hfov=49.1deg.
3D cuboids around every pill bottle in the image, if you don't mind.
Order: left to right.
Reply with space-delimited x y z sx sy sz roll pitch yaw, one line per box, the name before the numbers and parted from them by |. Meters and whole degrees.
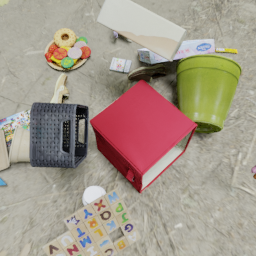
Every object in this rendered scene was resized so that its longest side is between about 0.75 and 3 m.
pill bottle | -1.064 2.444 9.446 0.824 1.581 0.824 -1 64 3

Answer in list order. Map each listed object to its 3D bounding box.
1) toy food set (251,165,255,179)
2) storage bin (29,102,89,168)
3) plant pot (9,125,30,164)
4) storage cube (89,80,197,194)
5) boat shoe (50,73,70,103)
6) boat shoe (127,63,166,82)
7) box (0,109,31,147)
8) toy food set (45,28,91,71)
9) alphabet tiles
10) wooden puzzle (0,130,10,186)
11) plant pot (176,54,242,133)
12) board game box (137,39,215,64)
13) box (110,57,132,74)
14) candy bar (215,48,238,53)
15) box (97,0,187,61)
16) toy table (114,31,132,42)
toy food set | 3.908 1.234 8.138 0.722 1.136 0.179 -20 43 1
storage bin | -1.912 0.151 8.271 1.184 2.526 1.708 2 93 0
plant pot | -3.600 0.715 10.434 1.308 1.429 1.429 12 64 -17
storage cube | 0.503 0.341 10.005 2.841 2.428 2.554 -41 70 -17
boat shoe | -2.790 -1.410 11.834 0.614 0.684 1.848 12 75 2
boat shoe | 0.868 -2.325 12.248 1.767 0.652 0.654 -18 72 -8
box | -4.260 -0.082 11.357 1.676 0.316 1.145 -23 67 -10
toy food set | -2.779 -3.547 12.878 2.102 0.516 2.123 29 68 13
alphabet tiles | -1.130 3.461 8.879 2.773 2.318 0.105 -29 26 -13
wooden puzzle | -5.393 1.039 10.759 1.861 0.323 2.759 -16 67 6
plant pot | 2.948 -1.151 10.877 2.532 2.532 2.438 10 77 5
board game box | 1.881 -3.250 11.801 2.586 2.593 0.533 -11 107 -5
box | -0.332 -2.825 12.729 0.878 0.181 0.685 11 65 6
candy bar | 4.618 -3.630 13.140 1.066 0.118 0.266 3 61 2
box | 0.453 -3.054 8.528 2.501 1.188 0.972 30 107 7
toy table | -0.223 -4.739 13.073 0.865 1.358 1.478 0 43 1
